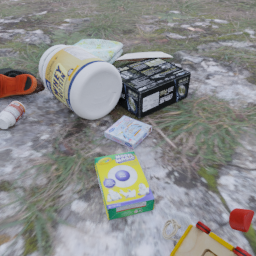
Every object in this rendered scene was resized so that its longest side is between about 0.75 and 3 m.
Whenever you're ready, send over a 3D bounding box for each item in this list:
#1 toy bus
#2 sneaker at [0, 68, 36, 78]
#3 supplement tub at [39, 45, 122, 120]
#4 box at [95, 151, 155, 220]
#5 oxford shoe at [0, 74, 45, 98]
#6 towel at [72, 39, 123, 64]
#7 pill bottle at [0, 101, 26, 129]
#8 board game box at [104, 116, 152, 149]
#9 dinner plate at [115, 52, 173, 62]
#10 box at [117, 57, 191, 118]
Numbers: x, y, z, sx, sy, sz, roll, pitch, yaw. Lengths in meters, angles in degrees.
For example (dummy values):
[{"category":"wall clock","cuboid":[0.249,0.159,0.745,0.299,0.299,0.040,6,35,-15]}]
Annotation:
[{"category":"toy bus","cuboid":[1.668,2.627,5.104,1.140,2.081,2.206,41,35,-18]},{"category":"sneaker","cuboid":[-4.953,-2.212,11.842,2.232,0.848,1.013,4,30,2]},{"category":"supplement tub","cuboid":[-1.802,-1.770,10.165,2.060,2.060,2.853,-27,44,-31]},{"category":"box","cuboid":[-0.174,1.335,7.388,1.198,0.494,2.041,-9,37,-13]},{"category":"oxford shoe","cuboid":[-4.553,-1.574,11.127,2.630,0.936,0.954,4,-4,20]},{"category":"towel","cuboid":[-1.735,-3.713,13.912,2.360,0.664,2.757,12,39,16]},{"category":"pill bottle","cuboid":[-4.039,-0.435,9.639,0.584,0.584,1.042,8,38,11]},{"category":"board game box","cuboid":[0.018,0.115,9.192,1.137,0.234,1.140,23,43,27]},{"category":"dinner plate","cuboid":[0.703,-3.214,12.642,2.618,0.317,2.618,-4,11,1]},{"category":"box","cuboid":[0.772,-1.678,10.840,2.546,1.097,2.085,-25,44,-30]}]
